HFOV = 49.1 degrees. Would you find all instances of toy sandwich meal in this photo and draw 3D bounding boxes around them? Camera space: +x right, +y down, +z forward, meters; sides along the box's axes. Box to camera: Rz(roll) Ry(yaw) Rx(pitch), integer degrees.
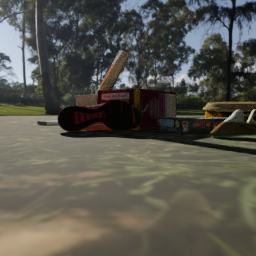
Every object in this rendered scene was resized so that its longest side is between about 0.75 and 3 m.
[{"bbox_3d":[4.237,-0.456,10.761,3.040,1.041,3.040,-1,7,0],"label":"toy sandwich meal"}]

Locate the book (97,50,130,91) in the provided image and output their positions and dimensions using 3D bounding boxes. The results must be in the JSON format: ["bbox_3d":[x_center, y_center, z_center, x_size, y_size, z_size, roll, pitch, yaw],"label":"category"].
[{"bbox_3d":[-0.643,-2.197,11.246,0.462,1.924,1.286,27,10,-16],"label":"book"}]

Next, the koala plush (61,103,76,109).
[{"bbox_3d":[-3.062,-0.755,14.772,1.285,1.140,1.181,8,27,42],"label":"koala plush"}]

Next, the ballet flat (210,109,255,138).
[{"bbox_3d":[2.835,-0.102,6.513,1.836,0.664,0.623,0,3,5],"label":"ballet flat"}]

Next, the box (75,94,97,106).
[{"bbox_3d":[-0.909,-0.873,12.976,2.526,1.343,1.923,-2,3,9],"label":"box"}]

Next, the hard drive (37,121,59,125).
[{"bbox_3d":[-3.490,-0.255,13.480,1.420,0.189,0.937,-3,4,-44],"label":"hard drive"}]

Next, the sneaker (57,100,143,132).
[{"bbox_3d":[-0.867,-0.391,9.005,2.630,0.969,1.141,-1,2,-6],"label":"sneaker"}]

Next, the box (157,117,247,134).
[{"bbox_3d":[2.263,-0.115,8.779,2.289,0.431,1.563,-1,3,-18],"label":"box"}]

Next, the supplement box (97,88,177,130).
[{"bbox_3d":[0.417,-0.720,10.646,1.815,1.430,2.772,3,4,39],"label":"supplement box"}]
